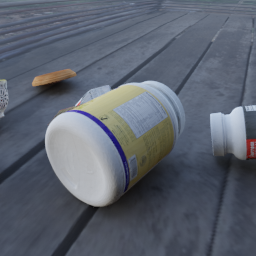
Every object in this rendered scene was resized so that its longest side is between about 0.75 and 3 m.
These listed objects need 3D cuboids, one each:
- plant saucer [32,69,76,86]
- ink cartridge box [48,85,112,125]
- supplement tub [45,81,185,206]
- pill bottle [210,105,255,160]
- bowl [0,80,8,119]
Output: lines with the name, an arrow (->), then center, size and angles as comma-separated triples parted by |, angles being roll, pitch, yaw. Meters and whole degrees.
plant saucer -> -2.811, -1.940, 10.616 | 1.681, 0.315, 1.681 | -11, 16, 3
ink cartridge box -> -1.297, -0.593, 7.347 | 1.517, 0.433, 1.233 | -14, -9, -33
supplement tub -> -0.140, 0.162, 5.974 | 1.938, 1.938, 2.665 | 22, 37, 32
pill bottle -> 3.059, 0.098, 6.421 | 2.173, 1.259, 1.259 | -5, 28, 18
bowl -> -4.072, -0.525, 7.819 | 1.916, 0.899, 1.916 | -27, 11, 6
